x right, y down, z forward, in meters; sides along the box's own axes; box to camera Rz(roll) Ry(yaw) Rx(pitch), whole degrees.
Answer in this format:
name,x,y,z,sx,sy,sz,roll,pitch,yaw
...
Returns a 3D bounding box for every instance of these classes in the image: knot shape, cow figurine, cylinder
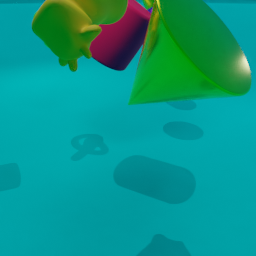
name,x,y,z,sx,sy,sz,roll,pitch,yaw
knot shape,-1.960,-2.702,7.465,0.673,1.457,1.364,20,32,12
cow figurine,-0.574,-1.660,3.976,1.689,1.662,0.927,-16,-7,-45
cylinder,-0.251,-2.212,6.298,1.335,1.335,1.335,30,28,-18

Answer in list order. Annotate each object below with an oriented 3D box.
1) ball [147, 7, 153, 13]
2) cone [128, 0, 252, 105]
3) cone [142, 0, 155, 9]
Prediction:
name,x,y,z,sx,sy,sz,roll,pitch,yaw
ball,0.902,-3.036,8.427,1.180,1.180,1.180,0,27,0
cone,0.402,-0.603,3.212,1.347,1.342,1.342,-37,-2,42
cone,0.738,-4.926,10.371,1.162,1.157,1.157,44,37,3
